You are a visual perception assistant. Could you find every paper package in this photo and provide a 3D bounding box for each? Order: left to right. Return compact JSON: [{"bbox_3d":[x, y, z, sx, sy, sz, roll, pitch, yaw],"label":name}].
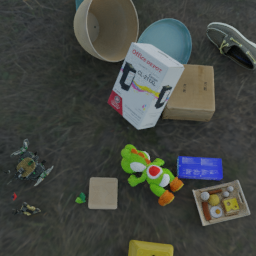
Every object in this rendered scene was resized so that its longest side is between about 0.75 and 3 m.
[{"bbox_3d":[2.365,-1.377,11.039,1.943,1.055,2.039,4,67,-1],"label":"paper package"}]

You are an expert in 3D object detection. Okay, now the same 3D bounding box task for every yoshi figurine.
[{"bbox_3d":[0.670,1.579,9.915,2.379,1.337,1.332,43,110,3],"label":"yoshi figurine"}]

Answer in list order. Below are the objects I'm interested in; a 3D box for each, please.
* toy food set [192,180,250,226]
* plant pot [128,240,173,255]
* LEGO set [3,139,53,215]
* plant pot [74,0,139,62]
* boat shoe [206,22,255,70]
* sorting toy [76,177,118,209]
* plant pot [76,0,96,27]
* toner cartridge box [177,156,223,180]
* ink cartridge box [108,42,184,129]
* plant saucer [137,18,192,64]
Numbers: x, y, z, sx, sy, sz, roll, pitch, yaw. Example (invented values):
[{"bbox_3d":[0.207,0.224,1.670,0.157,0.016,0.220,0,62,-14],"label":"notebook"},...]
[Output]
[{"bbox_3d":[3.180,2.551,9.626,1.710,0.517,1.227,-11,67,-5],"label":"toy food set"},{"bbox_3d":[0.705,4.224,8.479,1.450,1.279,1.450,6,67,2],"label":"plant pot"},{"bbox_3d":[-3.560,1.766,10.016,1.697,0.741,2.613,12,80,8],"label":"LEGO set"},{"bbox_3d":[-1.173,-4.216,11.707,1.872,2.789,2.789,15,62,43],"label":"plant pot"},{"bbox_3d":[4.482,-3.515,12.031,2.816,1.006,0.842,38,66,11],"label":"boat shoe"},{"bbox_3d":[-1.105,2.304,9.902,1.456,0.214,1.076,2,71,-3],"label":"sorting toy"},{"bbox_3d":[-1.292,-6.191,12.693,2.438,1.957,2.438,0,67,0],"label":"plant pot"},{"bbox_3d":[2.594,1.463,10.194,1.570,0.339,0.746,4,66,2],"label":"toner cartridge box"},{"bbox_3d":[0.563,-1.533,10.148,1.050,2.536,1.848,-12,45,-48],"label":"ink cartridge box"},{"bbox_3d":[1.366,-3.044,11.215,2.596,2.596,0.356,-25,38,-11],"label":"plant saucer"}]
